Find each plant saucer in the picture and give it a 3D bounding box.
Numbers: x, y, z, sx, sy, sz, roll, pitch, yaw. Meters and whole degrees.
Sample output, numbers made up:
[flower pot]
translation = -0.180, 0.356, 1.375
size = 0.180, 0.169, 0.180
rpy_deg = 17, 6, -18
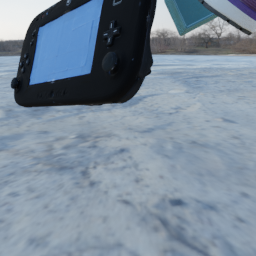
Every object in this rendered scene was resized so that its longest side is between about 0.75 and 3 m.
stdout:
[plant saucer]
translation = 1.502, -2.249, 4.765
size = 1.880, 0.657, 0.178
rpy_deg = -31, 11, -16

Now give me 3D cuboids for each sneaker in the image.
[sneaker]
translation = 0.889, -1.765, 2.698
size = 0.752, 0.869, 1.986
rpy_deg = 8, 42, -35

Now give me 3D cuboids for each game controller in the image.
[game controller]
translation = -0.750, -0.997, 3.552
size = 0.591, 1.465, 2.808
rpy_deg = 2, 0, -43
